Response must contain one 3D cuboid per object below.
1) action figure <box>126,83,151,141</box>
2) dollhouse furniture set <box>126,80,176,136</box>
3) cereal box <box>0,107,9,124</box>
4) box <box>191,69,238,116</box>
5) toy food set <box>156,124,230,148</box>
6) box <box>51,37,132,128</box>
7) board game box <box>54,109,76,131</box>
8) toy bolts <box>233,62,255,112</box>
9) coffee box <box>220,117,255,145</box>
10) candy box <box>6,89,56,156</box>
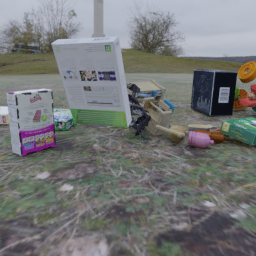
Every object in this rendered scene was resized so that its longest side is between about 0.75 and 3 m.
[{"bbox_3d":[0.155,-0.521,9.674,1.045,1.217,2.048,5,50,-20],"label":"action figure"},{"bbox_3d":[0.901,-0.594,11.040,1.672,1.663,2.373,-10,42,-39],"label":"dollhouse furniture set"},{"bbox_3d":[-6.222,-0.583,12.338,2.581,0.510,1.857,-1,14,-3],"label":"cereal box"},{"bbox_3d":[4.204,-1.816,13.975,1.309,2.111,2.076,-2,14,-15],"label":"box"},{"bbox_3d":[2.357,0.261,9.355,2.782,0.438,1.768,0,12,-31],"label":"toy food set"},{"bbox_3d":[-0.950,-1.211,7.851,1.833,2.540,0.461,5,34,20],"label":"box"},{"bbox_3d":[-2.964,-0.417,11.983,1.743,0.377,2.590,2,14,11],"label":"board game box"},{"bbox_3d":[6.258,-1.720,13.839,1.751,2.411,2.525,28,17,-27],"label":"toy bolts"},{"bbox_3d":[4.123,0.066,9.339,1.984,0.436,1.220,-7,25,-41],"label":"coffee box"},{"bbox_3d":[-2.814,-0.209,8.254,0.546,1.790,1.221,11,17,36],"label":"candy box"}]
